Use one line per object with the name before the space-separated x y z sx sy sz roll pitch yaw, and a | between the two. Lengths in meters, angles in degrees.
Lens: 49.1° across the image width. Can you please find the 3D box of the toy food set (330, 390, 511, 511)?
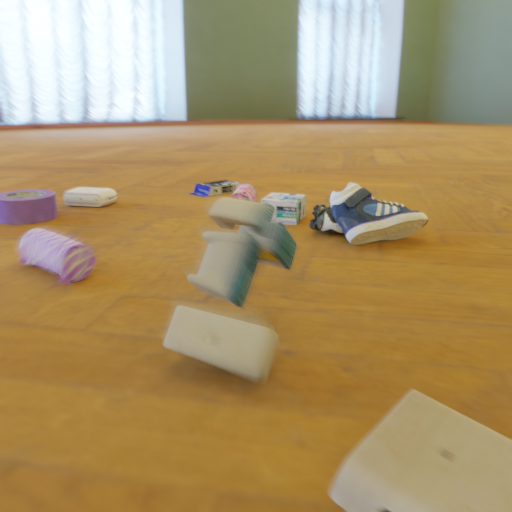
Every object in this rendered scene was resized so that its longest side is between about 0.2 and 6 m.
toy food set | 1.438 1.738 4.396 1.112 0.468 1.550 25 29 30

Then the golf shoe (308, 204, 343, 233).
golf shoe | 1.947 -0.869 12.436 0.899 0.740 1.902 22 32 26

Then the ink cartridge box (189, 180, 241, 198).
ink cartridge box | -1.229 -2.001 16.600 1.480 0.290 0.736 -17 25 -41

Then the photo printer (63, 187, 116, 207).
photo printer | -4.387 -1.578 14.996 1.167 0.405 0.971 3 16 9

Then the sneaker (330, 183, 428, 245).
sneaker | 2.466 -1.044 11.583 1.926 0.776 1.411 -11 62 -18

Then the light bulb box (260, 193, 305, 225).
light bulb box | 0.639 -1.121 13.258 0.893 0.562 0.901 5 18 17

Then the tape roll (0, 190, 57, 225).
tape roll | -5.529 -1.191 13.452 1.386 0.589 1.386 0 18 0

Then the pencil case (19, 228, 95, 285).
pencil case | -3.454 -0.023 9.567 1.643 0.690 0.702 13 57 42

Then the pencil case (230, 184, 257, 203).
pencil case | -0.324 -1.453 14.236 0.622 0.622 1.422 2 16 6

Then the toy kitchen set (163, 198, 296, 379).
toy kitchen set | 0.015 0.474 6.979 1.187 2.015 1.614 12 -16 22
